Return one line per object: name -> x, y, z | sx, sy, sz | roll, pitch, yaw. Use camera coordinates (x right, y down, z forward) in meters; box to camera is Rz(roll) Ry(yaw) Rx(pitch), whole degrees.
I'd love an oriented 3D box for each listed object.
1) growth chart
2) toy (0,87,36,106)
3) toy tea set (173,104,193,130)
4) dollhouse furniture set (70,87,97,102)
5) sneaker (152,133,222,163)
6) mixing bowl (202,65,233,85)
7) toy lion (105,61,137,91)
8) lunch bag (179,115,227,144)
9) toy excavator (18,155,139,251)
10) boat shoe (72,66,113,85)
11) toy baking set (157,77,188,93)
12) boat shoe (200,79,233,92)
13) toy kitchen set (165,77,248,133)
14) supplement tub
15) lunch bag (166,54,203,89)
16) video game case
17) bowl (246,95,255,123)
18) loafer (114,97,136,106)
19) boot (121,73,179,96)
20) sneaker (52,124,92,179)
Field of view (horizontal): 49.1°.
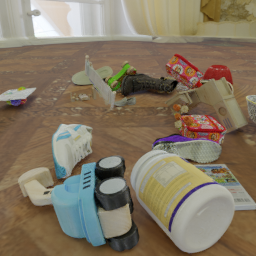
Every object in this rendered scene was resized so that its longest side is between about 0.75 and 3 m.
growth chart -> -1.077, -1.638, 10.553 | 0.171, 1.934, 1.399 | -35, -7, -21
toy -> -5.435, -1.471, 13.724 | 1.437, 0.589, 2.496 | -5, 22, -4
toy tea set -> 1.564, -0.338, 8.001 | 0.495, 0.308, 0.832 | -19, 58, 24
dollhouse furniture set -> -2.337, -1.753, 14.383 | 1.287, 0.570, 0.667 | -10, 25, -20
sneaker -> 1.807, 0.535, 8.881 | 2.163, 0.752, 1.076 | 0, 23, 2
mixing bowl -> 5.591, -3.321, 17.416 | 1.939, 1.050, 1.939 | -1, 24, 0
toy lion -> -0.292, -2.760, 15.752 | 1.912, 1.833, 0.657 | -42, 75, -8
lunch bag -> 2.715, 0.049, 10.049 | 1.558, 0.725, 1.769 | 2, 19, -3
toy excavator -> -1.289, 1.508, 6.226 | 2.707, 1.352, 2.632 | -11, 23, -2
boat shoe -> -2.232, -3.112, 17.470 | 2.600, 0.934, 0.879 | -18, -9, -21
toy baking set -> 2.377, -2.508, 16.485 | 2.726, 0.317, 2.092 | -21, 37, -26
boat shoe -> 4.501, -2.077, 14.697 | 0.799, 0.909, 2.554 | -5, 20, -17
toy kitchen set -> 2.843, -0.488, 11.097 | 1.926, 2.130, 2.361 | -16, -13, -41
supplement tub -> 1.048, 1.424, 5.958 | 1.441, 1.441, 1.982 | -12, 26, -25
lunch bag -> 2.490, -2.269, 11.958 | 1.729, 0.804, 1.962 | 40, 7, 7
video game case -> 2.276, 1.503, 7.358 | 1.336, 0.168, 1.865 | -1, 23, -5
bowl -> 5.536, -0.432, 10.545 | 2.334, 1.095, 2.334 | 6, 21, -2
loafer -> -0.158, -1.296, 13.535 | 1.152, 0.402, 0.403 | -9, 25, -21
boot -> 1.220, -2.324, 15.049 | 2.479, 0.986, 2.847 | 15, 32, 29
sneaker -> -1.659, 0.560, 8.513 | 1.091, 1.033, 2.700 | -1, 25, -3
